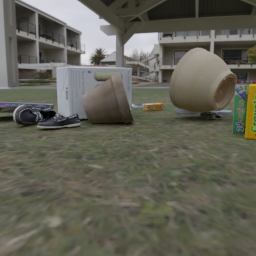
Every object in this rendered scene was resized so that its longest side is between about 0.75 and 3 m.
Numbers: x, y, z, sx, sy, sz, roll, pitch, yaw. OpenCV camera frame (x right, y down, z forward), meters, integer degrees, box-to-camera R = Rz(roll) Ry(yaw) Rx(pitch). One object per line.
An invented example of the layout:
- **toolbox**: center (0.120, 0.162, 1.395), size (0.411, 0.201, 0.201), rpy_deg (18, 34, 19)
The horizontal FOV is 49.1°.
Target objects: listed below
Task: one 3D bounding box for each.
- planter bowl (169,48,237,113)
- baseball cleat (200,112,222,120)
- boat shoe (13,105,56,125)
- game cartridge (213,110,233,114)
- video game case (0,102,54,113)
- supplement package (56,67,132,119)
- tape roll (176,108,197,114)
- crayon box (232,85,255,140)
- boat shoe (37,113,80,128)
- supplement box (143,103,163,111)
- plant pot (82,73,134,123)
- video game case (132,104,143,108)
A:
- **planter bowl**: center (3.294, -1.759, 11.597), size (2.698, 2.698, 1.816), rpy_deg (-10, 31, -42)
- **baseball cleat**: center (3.556, -0.542, 12.043), size (0.904, 0.315, 0.481), rpy_deg (1, 10, 11)
- **boat shoe**: center (-3.527, -0.523, 10.776), size (0.658, 0.763, 2.100), rpy_deg (0, 6, 17)
- **game cartridge**: center (4.659, -0.767, 13.720), size (0.808, 0.168, 0.538), rpy_deg (-2, 15, -9)
- **video game case**: center (-4.856, -0.866, 12.172), size (2.785, 0.264, 1.989), rpy_deg (1, -4, -27)
- **supplement package**: center (-1.543, -1.651, 12.590), size (2.830, 2.148, 2.132), rpy_deg (-5, 13, -26)
- **tape roll**: center (2.969, -0.938, 14.062), size (1.061, 0.351, 1.061), rpy_deg (0, 10, 0)
- **crayon box**: center (4.315, -0.431, 7.981), size (2.515, 1.581, 0.649), rpy_deg (4, 12, 25)
- **boat shoe**: center (-2.452, -0.256, 9.919), size (1.547, 0.485, 0.562), rpy_deg (-6, 5, -30)
- **supplement box**: center (1.344, -1.122, 15.025), size (1.101, 0.366, 0.379), rpy_deg (-7, 15, -30)
- **plant pot**: center (-0.820, -0.951, 10.892), size (1.675, 1.930, 1.930), rpy_deg (-17, 11, 1)
- **video game case**: center (0.802, -1.319, 16.716), size (1.076, 0.138, 1.183), rpy_deg (0, 11, -2)
